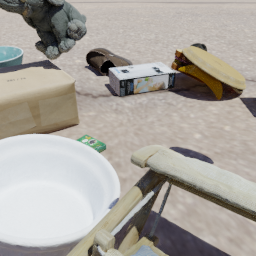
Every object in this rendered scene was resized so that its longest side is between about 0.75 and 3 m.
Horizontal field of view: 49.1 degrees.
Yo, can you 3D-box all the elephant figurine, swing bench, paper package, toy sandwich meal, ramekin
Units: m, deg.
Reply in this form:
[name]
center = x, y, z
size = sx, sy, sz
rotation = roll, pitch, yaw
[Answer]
[elephant figurine]
center = -2.461, -3.432, 7.766
size = 1.895, 2.679, 2.078
rotation = -42, 32, 0
[swing bench]
center = 0.962, 1.526, 3.039
size = 2.570, 1.676, 2.584
rotation = 19, 58, 32
[paper package]
center = -3.080, -0.847, 8.046
size = 2.670, 1.381, 2.545
rotation = -19, 36, -27
[toy sandwich meal]
center = 2.923, -2.030, 10.340
size = 2.953, 1.011, 2.953
rotation = 23, 29, -14
[ramekin]
center = -1.371, 1.194, 4.457
size = 2.323, 1.132, 2.323
rotation = 11, 29, -6

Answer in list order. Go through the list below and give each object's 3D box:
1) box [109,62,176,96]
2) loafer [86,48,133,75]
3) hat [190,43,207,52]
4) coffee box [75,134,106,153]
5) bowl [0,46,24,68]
[box]
center = 0.510, -1.859, 10.442
size = 2.204, 0.663, 1.285
rotation = -10, 32, -17
[loafer]
center = -0.943, -2.718, 11.636
size = 2.490, 0.909, 0.884
rotation = 23, 37, 34
[hat]
center = 3.247, -3.503, 13.091
size = 1.994, 0.804, 1.994
rotation = -1, 30, 1
[coffee box]
center = -0.964, 0.435, 7.080
size = 0.751, 0.165, 0.462
rotation = 22, 38, 33
[bowl]
center = -5.004, -2.205, 10.507
size = 2.271, 1.188, 2.271
rotation = 0, 30, 0
